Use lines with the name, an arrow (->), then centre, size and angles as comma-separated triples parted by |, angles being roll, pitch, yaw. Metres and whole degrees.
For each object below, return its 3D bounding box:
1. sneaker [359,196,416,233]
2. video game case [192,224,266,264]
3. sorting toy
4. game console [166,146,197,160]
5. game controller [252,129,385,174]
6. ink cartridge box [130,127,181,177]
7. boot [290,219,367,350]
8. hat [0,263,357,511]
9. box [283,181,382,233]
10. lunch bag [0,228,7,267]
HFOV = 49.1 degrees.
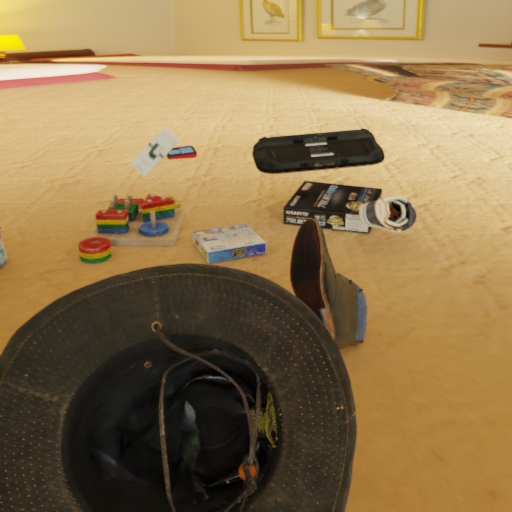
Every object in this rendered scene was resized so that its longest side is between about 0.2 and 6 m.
sneaker -> 2.921, -0.840, 11.511 | 1.739, 0.682, 0.690 | -4, -5, -42
video game case -> -0.581, -0.276, 11.790 | 1.266, 0.288, 1.148 | -9, 27, -19
sorting toy -> -2.654, -0.930, 12.770 | 1.838, 0.645, 3.813 | 1, 25, 1
game console -> -2.506, -3.441, 18.603 | 0.969, 0.170, 1.095 | -6, 26, -13
game controller -> 1.404, -2.376, 12.877 | 2.951, 0.621, 1.539 | -6, 42, -4
ink cartridge box -> -1.639, -1.717, 9.177 | 0.784, 0.326, 0.575 | -43, 14, 12
boot -> 1.122, 0.473, 8.594 | 0.986, 2.035, 0.760 | 9, -18, -36
hat -> -0.836, 1.764, 5.704 | 3.551, 3.551, 1.432 | -1, -13, -3
box -> 1.892, -1.222, 13.564 | 2.053, 0.514, 2.069 | 9, 27, 17
lunch bag -> -5.946, 0.095, 10.304 | 1.847, 0.947, 2.297 | 1, 24, 8
